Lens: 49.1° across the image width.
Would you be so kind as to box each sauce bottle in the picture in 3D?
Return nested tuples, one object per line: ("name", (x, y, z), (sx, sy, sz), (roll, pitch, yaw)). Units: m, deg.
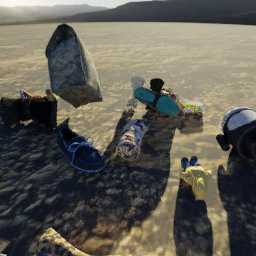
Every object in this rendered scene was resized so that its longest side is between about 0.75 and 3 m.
("sauce bottle", (-3.613, -1.491, 13.327), (0.303, 0.935, 0.303), (-5, 61, 10))

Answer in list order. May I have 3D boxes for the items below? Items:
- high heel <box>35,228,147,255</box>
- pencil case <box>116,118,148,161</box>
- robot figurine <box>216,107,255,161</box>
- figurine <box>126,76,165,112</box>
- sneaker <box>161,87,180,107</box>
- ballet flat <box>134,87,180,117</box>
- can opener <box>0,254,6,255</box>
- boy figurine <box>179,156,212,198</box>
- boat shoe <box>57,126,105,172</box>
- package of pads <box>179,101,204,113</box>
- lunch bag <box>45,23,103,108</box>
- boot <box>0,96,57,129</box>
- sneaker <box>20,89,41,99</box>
("high heel", (-0.728, 2.421, 5.589), (2.281, 0.814, 1.626), (-13, 35, -7))
("pencil case", (0.166, 0.380, 9.783), (0.875, 0.761, 1.956), (-13, 23, 16))
("robot figurine", (4.076, 0.152, 9.495), (1.715, 1.424, 2.283), (9, 26, -9))
("figurine", (0.770, -1.573, 13.212), (1.605, 1.566, 0.691), (10, -12, 23))
("sneaker", (1.785, -1.368, 13.406), (0.972, 0.808, 2.157), (-11, 21, -4))
("ballet flat", (1.319, -1.140, 12.257), (2.302, 0.828, 0.828), (31, 38, 24))
("can opener", (-2.444, 2.922, 5.264), (0.406, 0.327, 1.033), (22, 33, -16))
("boy figurine", (2.001, 1.381, 8.084), (0.954, 0.495, 1.535), (-8, 28, -2))
("boat shoe", (-1.706, 0.644, 9.173), (2.447, 0.840, 1.030), (23, 35, 38))
("package of pads", (2.953, -1.009, 13.046), (0.981, 0.335, 0.758), (-3, 27, -6))
("lunch bag", (-2.321, -2.648, 12.079), (1.729, 2.942, 2.412), (-13, -12, 9))
("boot", (-4.037, -0.621, 11.363), (2.141, 1.077, 2.864), (-4, 16, -23))
("sneaker", (-4.769, -1.470, 13.822), (0.869, 0.602, 1.552), (-13, 39, -32))
